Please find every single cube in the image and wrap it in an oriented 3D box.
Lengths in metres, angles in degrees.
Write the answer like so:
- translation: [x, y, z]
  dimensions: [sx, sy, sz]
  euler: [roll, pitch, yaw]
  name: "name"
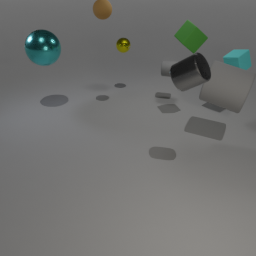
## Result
- translation: [4.229, -2.568, 10.834]
  dimensions: [0.700, 0.700, 0.700]
  euler: [-35, 30, -23]
  name: "cube"
- translation: [2.174, -3.158, 9.691]
  dimensions: [0.700, 0.700, 0.700]
  euler: [25, 27, -36]
  name: "cube"

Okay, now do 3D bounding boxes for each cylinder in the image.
- translation: [1.465, -1.298, 6.566]
  dimensions: [0.700, 0.700, 0.700]
  euler: [-21, 11, 40]
  name: "cylinder"
- translation: [3.301, -1.378, 9.385]
  dimensions: [1.400, 1.400, 1.400]
  euler: [23, 34, 16]
  name: "cylinder"
- translation: [1.918, -2.711, 12.864]
  dimensions: [0.700, 0.700, 0.700]
  euler: [8, 29, 16]
  name: "cylinder"

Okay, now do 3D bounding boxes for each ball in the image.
- translation: [-0.920, -4.279, 10.089]
  dimensions: [0.700, 0.700, 0.700]
  euler: [0, 29, 0]
  name: "ball"
- translation: [-3.380, -3.187, 11.158]
  dimensions: [1.400, 1.400, 1.400]
  euler: [0, 29, 0]
  name: "ball"
- translation: [-0.223, -3.950, 13.376]
  dimensions: [0.700, 0.700, 0.700]
  euler: [0, 29, 0]
  name: "ball"
